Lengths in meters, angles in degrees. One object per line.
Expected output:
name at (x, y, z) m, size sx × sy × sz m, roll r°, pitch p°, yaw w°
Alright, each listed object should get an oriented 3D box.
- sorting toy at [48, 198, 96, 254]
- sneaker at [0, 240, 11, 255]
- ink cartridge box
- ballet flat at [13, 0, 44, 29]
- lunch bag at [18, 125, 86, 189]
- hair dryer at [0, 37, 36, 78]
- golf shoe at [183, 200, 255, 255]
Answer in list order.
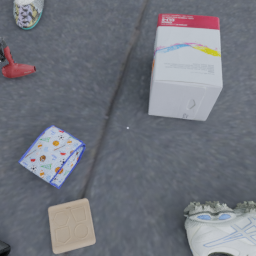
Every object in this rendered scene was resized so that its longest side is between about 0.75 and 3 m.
sorting toy at (-1.233, 2.129, 6.126) m, size 0.911 × 0.179 × 0.984 m, roll -12°, pitch 67°, yaw -7°
sneaker at (-2.873, 3.166, 5.076) m, size 0.933 × 0.888 × 2.355 m, roll 7°, pitch 54°, yaw -6°
ink cartridge box at (1.423, -1.535, 7.251) m, size 1.589 × 1.597 × 2.198 m, roll 5°, pitch 62°, yaw 3°
ballet flat at (-3.276, -4.618, 9.262) m, size 1.044 × 1.044 × 2.902 m, roll 4°, pitch 62°, yaw 2°
lunch bag at (-1.715, 0.638, 6.595) m, size 1.024 × 0.746 × 1.204 m, roll 28°, pitch 73°, yaw 15°
hair dryer at (-3.254, -1.818, 7.705) m, size 1.441 × 1.098 × 0.391 m, roll 21°, pitch 50°, yaw -30°
golf shoe at (2.514, 2.169, 5.801) m, size 2.650 × 1.038 × 1.288 m, roll -3°, pitch 79°, yaw 5°
